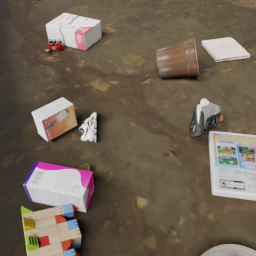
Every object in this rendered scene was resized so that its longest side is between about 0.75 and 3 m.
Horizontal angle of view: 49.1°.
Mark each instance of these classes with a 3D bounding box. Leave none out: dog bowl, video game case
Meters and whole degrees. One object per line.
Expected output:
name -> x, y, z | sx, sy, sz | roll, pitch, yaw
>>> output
dog bowl -> 2.332, 3.657, 5.898 | 2.178, 0.639, 2.178 | 0, 45, 0
video game case -> 3.898, 1.149, 8.641 | 2.657, 0.315, 2.418 | 6, 45, 7

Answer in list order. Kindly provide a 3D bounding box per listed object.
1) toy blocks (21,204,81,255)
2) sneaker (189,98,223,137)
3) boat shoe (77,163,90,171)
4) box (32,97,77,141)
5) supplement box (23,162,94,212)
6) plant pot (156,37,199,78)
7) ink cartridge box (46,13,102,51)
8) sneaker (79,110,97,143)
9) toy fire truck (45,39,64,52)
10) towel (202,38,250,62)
toy blocks -> -1.756, 2.689, 6.786 | 1.343, 0.982, 1.965 | -7, 41, -23
sneaker -> 2.657, -0.356, 9.366 | 0.951, 0.887, 2.400 | 20, 30, 17
boat shoe -> -1.525, 1.371, 8.504 | 0.830, 0.261, 0.303 | -30, 59, -19
box -> -2.423, -0.298, 9.364 | 1.213, 0.923, 0.645 | -34, 49, -30
supplement box -> -1.854, 1.627, 7.774 | 1.660, 0.858, 0.840 | 8, 45, 10
plant pot -> 2.051, -2.821, 11.730 | 1.607, 1.623, 1.623 | -7, 43, 14
ink cartridge box -> -2.732, -4.921, 14.243 | 2.287, 0.947, 1.675 | 19, 48, 18
sneaker -> -1.370, -0.114, 9.741 | 0.631, 0.528, 1.426 | 1, 44, -2
toy fire truck -> -3.625, -3.908, 13.619 | 0.759, 0.555, 0.862 | 6, 65, 13
towel -> 4.709, -3.814, 13.614 | 1.735, 0.293, 1.816 | -10, 46, -8
